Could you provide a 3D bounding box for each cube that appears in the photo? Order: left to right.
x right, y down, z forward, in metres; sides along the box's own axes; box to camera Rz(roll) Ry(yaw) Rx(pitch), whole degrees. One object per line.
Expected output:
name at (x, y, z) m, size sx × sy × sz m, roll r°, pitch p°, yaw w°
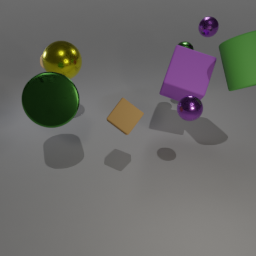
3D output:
cube at (-0.090, -0.291, 7.448) m, size 0.700 × 0.700 × 0.700 m, roll 37°, pitch -4°, yaw -2°
cube at (2.021, -1.761, 9.711) m, size 1.400 × 1.400 × 1.400 m, roll 19°, pitch -9°, yaw 4°

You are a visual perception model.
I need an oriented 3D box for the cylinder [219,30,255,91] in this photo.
cylinder at (3.465, -1.902, 8.049) m, size 1.400 × 1.400 × 1.400 m, roll -13°, pitch 2°, yaw 0°

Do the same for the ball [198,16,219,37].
ball at (2.844, -3.570, 9.898) m, size 0.700 × 0.700 × 0.700 m, roll 0°, pitch 32°, yaw 0°

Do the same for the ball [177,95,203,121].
ball at (1.675, -0.532, 7.580) m, size 0.700 × 0.700 × 0.700 m, roll 0°, pitch 32°, yaw 0°

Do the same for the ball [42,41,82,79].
ball at (-2.365, -2.423, 10.103) m, size 1.400 × 1.400 × 1.400 m, roll 0°, pitch 32°, yaw 0°

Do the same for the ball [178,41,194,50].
ball at (2.060, -2.806, 10.258) m, size 0.700 × 0.700 × 0.700 m, roll 0°, pitch 32°, yaw 0°

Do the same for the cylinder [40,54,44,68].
cylinder at (-3.154, -2.739, 11.629) m, size 0.700 × 0.700 × 0.700 m, roll 16°, pitch 7°, yaw 24°

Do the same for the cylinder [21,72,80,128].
cylinder at (-2.076, -0.797, 7.582) m, size 1.400 × 1.400 × 1.400 m, roll -9°, pitch 12°, yaw -14°
